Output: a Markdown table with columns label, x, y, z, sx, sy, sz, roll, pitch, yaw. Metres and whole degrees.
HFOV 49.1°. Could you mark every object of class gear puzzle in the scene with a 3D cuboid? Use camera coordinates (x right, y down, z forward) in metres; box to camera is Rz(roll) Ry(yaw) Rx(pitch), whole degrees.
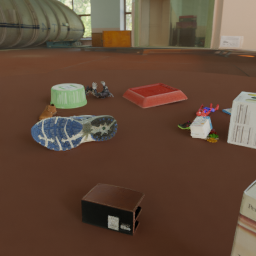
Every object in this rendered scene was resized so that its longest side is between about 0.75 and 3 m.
| label | x | y | z | sx | sy | sz | roll | pitch | yaw |
| --- | --- | --- | --- | --- | --- | --- | --- | --- | --- |
| gear puzzle | 2.968 | 0.227 | 10.366 | 0.706 | 0.178 | 1.363 | 2 | 21 | 4 |

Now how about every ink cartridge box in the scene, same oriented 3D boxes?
| label | x | y | z | sx | sy | sz | roll | pitch | yaw |
| --- | --- | --- | --- | --- | --- | --- | --- | --- | --- |
| ink cartridge box | 2.652 | -0.004 | 10.219 | 0.518 | 0.505 | 0.806 | 2 | 33 | 38 |

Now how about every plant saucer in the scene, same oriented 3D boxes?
| label | x | y | z | sx | sy | sz | roll | pitch | yaw |
| --- | --- | --- | --- | --- | --- | --- | --- | --- | --- |
| plant saucer | 1.398 | -1.882 | 15.260 | 2.682 | 0.492 | 2.677 | -13 | 24 | -21 |

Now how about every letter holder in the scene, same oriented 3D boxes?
| label | x | y | z | sx | sy | sz | roll | pitch | yaw |
| --- | --- | --- | --- | --- | --- | --- | --- | --- | --- |
| letter holder | -0.290 | 1.681 | 5.980 | 1.154 | 0.580 | 0.820 | 8 | 20 | 19 |

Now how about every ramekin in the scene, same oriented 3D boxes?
| label | x | y | z | sx | sy | sz | roll | pitch | yaw |
| --- | --- | --- | --- | --- | --- | --- | --- | --- | --- |
| ramekin | -3.068 | -1.689 | 14.403 | 1.846 | 0.902 | 1.846 | 0 | 21 | 0 |

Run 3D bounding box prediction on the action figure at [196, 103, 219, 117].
| label | x | y | z | sx | sy | sz | roll | pitch | yaw |
| --- | --- | --- | --- | --- | --- | --- | --- | --- | --- |
| action figure | 3.608 | -0.836 | 12.925 | 0.547 | 0.432 | 1.672 | 20 | 31 | 36 |

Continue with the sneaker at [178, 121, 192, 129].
| label | x | y | z | sx | sy | sz | roll | pitch | yaw |
| --- | --- | --- | --- | --- | --- | --- | --- | --- | --- |
| sneaker | 2.357 | -0.137 | 11.140 | 0.750 | 0.314 | 0.288 | -1 | 21 | -2 |

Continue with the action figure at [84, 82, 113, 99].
| label | x | y | z | sx | sy | sz | roll | pitch | yaw |
| --- | --- | --- | --- | --- | --- | --- | --- | --- | --- |
| action figure | -1.667 | -2.132 | 15.616 | 1.824 | 0.931 | 1.084 | 8 | 11 | 24 |

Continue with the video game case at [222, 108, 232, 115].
| label | x | y | z | sx | sy | sz | roll | pitch | yaw |
| --- | --- | --- | --- | --- | --- | --- | --- | --- | --- |
| video game case | 5.173 | -0.776 | 13.132 | 1.176 | 0.105 | 0.842 | -8 | 22 | -20 |

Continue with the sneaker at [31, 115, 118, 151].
| label | x | y | z | sx | sy | sz | roll | pitch | yaw |
| --- | --- | --- | --- | --- | --- | --- | --- | --- | --- |
| sneaker | -1.909 | 0.084 | 9.829 | 2.923 | 1.126 | 1.245 | -3 | 9 | -28 |

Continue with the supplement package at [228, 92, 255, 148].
| label | x | y | z | sx | sy | sz | roll | pitch | yaw |
| --- | --- | --- | --- | --- | --- | --- | --- | --- | --- |
| supplement package | 4.740 | -0.237 | 9.623 | 2.076 | 1.564 | 1.575 | 12 | 24 | 29 |

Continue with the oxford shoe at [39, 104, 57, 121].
| label | x | y | z | sx | sy | sz | roll | pitch | yaw |
| --- | --- | --- | --- | --- | --- | --- | --- | --- | --- |
| oxford shoe | -3.573 | -0.707 | 12.380 | 0.531 | 0.530 | 1.488 | 2 | 23 | 2 |

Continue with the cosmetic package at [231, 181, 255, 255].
| label | x | y | z | sx | sy | sz | roll | pitch | yaw |
| --- | --- | --- | --- | --- | --- | --- | --- | --- | --- |
| cosmetic package | 1.972 | 1.750 | 3.512 | 0.944 | 2.164 | 1.119 | -18 | 27 | -39 |
